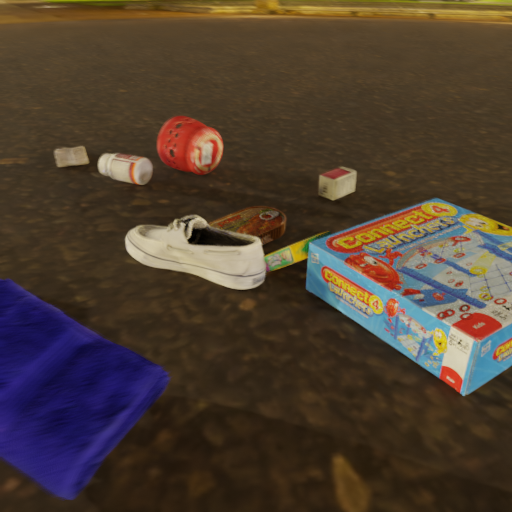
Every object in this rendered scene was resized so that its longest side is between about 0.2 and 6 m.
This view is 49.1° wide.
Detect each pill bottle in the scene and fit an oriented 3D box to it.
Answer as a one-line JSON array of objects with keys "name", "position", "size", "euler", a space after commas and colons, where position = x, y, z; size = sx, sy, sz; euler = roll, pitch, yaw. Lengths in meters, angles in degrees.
[{"name": "pill bottle", "position": [-3.040, -2.039, 12.995], "size": [1.138, 0.623, 0.623], "euler": [14, 31, 24]}]

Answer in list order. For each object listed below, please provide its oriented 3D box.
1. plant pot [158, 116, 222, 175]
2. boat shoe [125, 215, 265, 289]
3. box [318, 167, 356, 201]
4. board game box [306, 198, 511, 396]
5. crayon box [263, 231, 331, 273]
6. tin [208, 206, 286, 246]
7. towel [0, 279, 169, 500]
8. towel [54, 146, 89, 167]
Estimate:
[{"name": "plant pot", "position": [-1.505, -2.595, 13.353], "size": [1.155, 1.269, 1.269], "euler": [25, 37, 33]}, {"name": "boat shoe", "position": [-1.085, -0.223, 9.392], "size": [2.717, 0.893, 0.978], "euler": [18, 34, 30]}, {"name": "box", "position": [1.784, -1.601, 12.324], "size": [0.778, 0.497, 0.424], "euler": [-25, 37, -37]}, {"name": "board game box", "position": [2.888, 0.329, 8.403], "size": [3.089, 0.863, 3.024], "euler": [-19, 35, -31]}, {"name": "crayon box", "position": [0.651, -0.046, 9.176], "size": [0.868, 0.293, 1.006], "euler": [-22, -1, -31]}, {"name": "tin", "position": [-0.187, -0.487, 10.434], "size": [1.699, 0.356, 0.952], "euler": [-25, 44, -36]}, {"name": "towel", "position": [-2.479, 1.283, 6.264], "size": [2.572, 0.637, 1.899], "euler": [25, 33, 11]}, {"name": "towel", "position": [-4.756, -2.567, 14.402], "size": [0.770, 0.200, 1.162], "euler": [-11, 31, -18]}]
